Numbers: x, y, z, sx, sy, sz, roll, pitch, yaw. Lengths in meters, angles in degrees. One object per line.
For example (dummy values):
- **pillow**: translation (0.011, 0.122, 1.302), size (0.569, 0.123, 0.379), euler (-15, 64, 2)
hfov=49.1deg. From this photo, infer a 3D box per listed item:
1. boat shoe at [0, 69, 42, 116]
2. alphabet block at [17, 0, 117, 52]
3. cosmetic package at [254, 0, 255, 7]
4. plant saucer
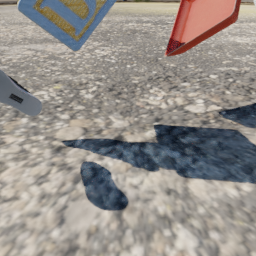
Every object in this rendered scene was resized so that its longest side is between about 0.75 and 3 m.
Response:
- **boat shoe**: translation (-2.550, -0.832, 5.857), size (0.568, 0.599, 1.715), euler (33, -1, 41)
- **alphabet block**: translation (-1.533, -3.209, 6.803), size (1.706, 1.715, 1.746), euler (34, 16, -36)
- **cosmetic package**: translation (3.096, -1.670, 4.288), size (1.595, 1.326, 1.334), euler (-11, -5, -34)
- **plant saucer**: translation (2.369, -3.559, 8.292), size (0.494, 2.692, 2.687), euler (28, -23, -23)
